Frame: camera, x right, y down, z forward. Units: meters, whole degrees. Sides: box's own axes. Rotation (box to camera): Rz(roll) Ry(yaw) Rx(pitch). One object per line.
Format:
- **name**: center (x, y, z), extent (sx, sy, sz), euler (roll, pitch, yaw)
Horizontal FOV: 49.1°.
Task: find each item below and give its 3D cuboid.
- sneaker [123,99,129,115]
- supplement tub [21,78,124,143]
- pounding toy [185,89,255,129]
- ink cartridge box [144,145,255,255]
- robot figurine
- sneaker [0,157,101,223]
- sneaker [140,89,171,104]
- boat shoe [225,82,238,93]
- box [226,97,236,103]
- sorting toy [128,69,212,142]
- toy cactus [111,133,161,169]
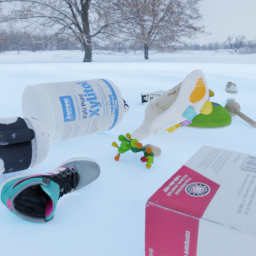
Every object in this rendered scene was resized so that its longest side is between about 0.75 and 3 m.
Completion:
- **sneaker**: center (-0.413, -0.840, 9.844), extent (0.757, 0.766, 1.929), euler (2, 15, 14)
- **supplement tub**: center (-1.342, -0.468, 7.055), extent (2.200, 1.452, 1.452), euler (-14, 21, -38)
- **pounding toy**: center (2.595, -0.754, 8.813), extent (2.434, 1.129, 1.879), euler (-1, 16, -1)
- **ink cartridge box**: center (1.561, 1.047, 2.716), extent (2.343, 1.003, 1.729), euler (12, 20, 31)
- **robot figurine**: center (-2.096, 0.282, 4.702), extent (1.539, 0.960, 1.156), euler (-7, 29, -38)
- **sneaker**: center (-1.018, 0.858, 4.001), extent (1.529, 0.639, 0.923), euler (-15, 15, -20)
- **sneaker**: center (1.138, -1.131, 11.271), extent (1.097, 0.720, 1.907), euler (-14, 11, -14)
- **boat shoe**: center (5.503, -2.172, 14.950), extent (0.540, 0.494, 1.446), euler (1, 16, 2)
- **box**: center (4.356, -1.134, 11.860), extent (0.325, 0.194, 0.789), euler (7, 17, 23)
- **sorting toy**: center (0.892, -0.266, 6.945), extent (1.838, 1.091, 2.042), euler (-33, 0, -29)
- **toy cactus**: center (0.264, 0.492, 5.774), extent (1.008, 0.625, 1.222), euler (12, 4, -36)
